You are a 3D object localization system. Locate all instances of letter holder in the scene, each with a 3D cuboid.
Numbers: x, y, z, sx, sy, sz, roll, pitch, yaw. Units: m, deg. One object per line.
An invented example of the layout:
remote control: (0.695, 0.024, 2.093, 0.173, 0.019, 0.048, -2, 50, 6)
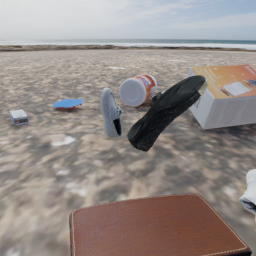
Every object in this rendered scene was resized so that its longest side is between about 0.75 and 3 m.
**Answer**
letter holder: (0.292, 1.835, 4.019, 2.164, 1.088, 1.538, -4, 18, -12)

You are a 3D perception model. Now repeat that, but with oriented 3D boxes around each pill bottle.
pill bottle: (0.626, -1.997, 14.144, 1.370, 1.370, 2.443, 8, 21, 21)

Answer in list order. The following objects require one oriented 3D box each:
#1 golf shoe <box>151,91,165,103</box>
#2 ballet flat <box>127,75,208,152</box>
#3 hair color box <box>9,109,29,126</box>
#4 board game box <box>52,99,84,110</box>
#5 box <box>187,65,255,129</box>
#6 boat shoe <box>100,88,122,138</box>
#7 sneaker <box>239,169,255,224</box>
golf shoe: (2.139, -1.580, 13.877, 2.061, 0.801, 0.974, -3, 20, -11)
ballet flat: (1.007, -0.362, 7.089, 0.727, 2.560, 0.851, 33, 29, -28)
hair color box: (-4.433, -0.438, 11.361, 0.556, 0.341, 1.124, -11, 22, -27)
board game box: (-2.808, -1.043, 13.172, 1.482, 0.289, 1.171, 3, 24, 24)
box: (3.905, -1.298, 11.046, 2.772, 1.474, 2.110, -7, 44, -16)
boat shoe: (-0.420, -0.415, 8.212, 0.571, 1.603, 0.559, 12, 36, 25)
sneaker: (2.700, 1.423, 5.951, 0.732, 0.622, 1.654, -10, 20, 7)
